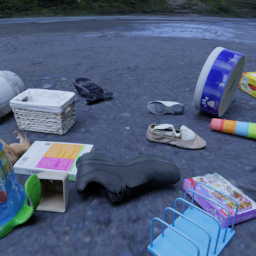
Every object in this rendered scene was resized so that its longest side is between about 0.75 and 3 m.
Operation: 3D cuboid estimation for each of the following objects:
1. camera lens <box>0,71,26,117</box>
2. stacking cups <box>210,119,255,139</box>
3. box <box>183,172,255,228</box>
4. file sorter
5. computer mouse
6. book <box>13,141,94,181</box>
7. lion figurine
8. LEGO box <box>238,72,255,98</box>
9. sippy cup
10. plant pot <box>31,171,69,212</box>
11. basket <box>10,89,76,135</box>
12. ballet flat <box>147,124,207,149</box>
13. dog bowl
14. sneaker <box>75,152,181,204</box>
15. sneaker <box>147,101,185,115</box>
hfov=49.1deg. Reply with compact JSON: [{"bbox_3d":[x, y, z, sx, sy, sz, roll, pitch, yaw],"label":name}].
[{"bbox_3d":[-5.318,-1.256,11.056,1.685,1.685,2.106,9,28,16],"label":"camera lens"},{"bbox_3d":[3.982,-0.006,9.762,2.109,0.638,0.638,14,31,24],"label":"stacking cups"},{"bbox_3d":[2.215,1.677,6.808,1.059,0.302,1.547,-6,26,-24],"label":"box"},{"bbox_3d":[1.349,1.973,5.635,1.119,0.989,1.612,24,36,37],"label":"file sorter"},{"bbox_3d":[-1.838,-1.716,13.286,1.461,0.556,2.109,-21,45,-34],"label":"computer mouse"},{"bbox_3d":[-2.127,0.935,8.238,1.953,0.469,1.305,6,31,12],"label":"book"},{"bbox_3d":[-3.397,0.667,8.516,1.041,0.616,1.701,43,33,10],"label":"lion figurine"},{"bbox_3d":[6.647,-2.002,13.396,1.606,0.832,2.156,-6,28,-11],"label":"LEGO box"},{"bbox_3d":[-3.353,1.187,6.138,2.595,1.902,2.038,-11,30,-22],"label":"sippy cup"},{"bbox_3d":[-1.840,1.464,6.867,0.840,0.841,0.745,3,15,6],"label":"plant pot"},{"bbox_3d":[-3.015,-0.603,10.297,1.999,1.233,1.355,6,29,13],"label":"basket"},{"bbox_3d":[1.594,0.232,9.286,2.018,0.679,0.687,7,35,12],"label":"ballet flat"},{"bbox_3d":[3.611,-1.774,11.012,1.017,2.582,2.582,24,35,26],"label":"dog bowl"},{"bbox_3d":[-0.026,1.351,7.055,2.713,1.030,1.231,-1,41,3],"label":"sneaker"},{"bbox_3d":[1.544,-0.850,11.664,1.533,0.571,0.667,6,16,-3],"label":"sneaker"}]
